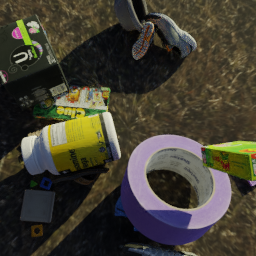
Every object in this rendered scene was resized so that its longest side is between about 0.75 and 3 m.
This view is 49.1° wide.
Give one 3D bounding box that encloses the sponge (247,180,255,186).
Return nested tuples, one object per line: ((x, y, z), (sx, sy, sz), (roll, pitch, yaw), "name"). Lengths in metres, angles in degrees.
((4.026, 1.429, 9.244), (0.478, 0.128, 0.857), (-28, 75, -8), "sponge")

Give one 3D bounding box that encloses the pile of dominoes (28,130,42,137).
((-2.814, 0.422, 9.594), (1.030, 0.164, 0.803), (-19, 73, -14), "pile of dominoes")

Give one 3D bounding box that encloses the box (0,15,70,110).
((-3.336, -2.223, 9.443), (1.819, 1.522, 2.449), (-25, 64, -9), "box")

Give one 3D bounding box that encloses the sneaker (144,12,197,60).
((1.465, -3.423, 10.328), (2.221, 0.821, 0.881), (40, 85, 4), "sneaker")

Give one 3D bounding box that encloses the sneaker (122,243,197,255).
((0.894, 4.159, 8.041), (2.325, 0.872, 1.343), (10, 75, 2), "sneaker")

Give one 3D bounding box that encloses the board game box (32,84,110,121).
((-1.968, -0.882, 9.882), (2.542, 0.298, 1.332), (5, 75, 2), "board game box")

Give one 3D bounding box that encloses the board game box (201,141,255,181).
((2.397, 0.608, 5.748), (1.028, 2.023, 0.482), (-8, 91, -8), "board game box")

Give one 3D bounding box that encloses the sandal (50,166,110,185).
((-1.486, 1.576, 8.904), (1.900, 0.776, 0.519), (-12, 91, -6), "sandal")

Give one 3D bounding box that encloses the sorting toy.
((-2.838, 2.478, 8.873), (1.024, 0.248, 1.818), (3, 73, 5), "sorting toy")

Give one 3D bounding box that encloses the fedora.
((0.062, -4.441, 10.413), (0.882, 1.727, 1.953), (-9, 104, 27), "fedora")

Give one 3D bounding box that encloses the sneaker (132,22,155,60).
((0.629, -3.165, 10.345), (0.545, 0.538, 1.393), (33, 107, 14), "sneaker")

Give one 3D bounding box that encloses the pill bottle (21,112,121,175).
((-1.734, 0.555, 8.755), (2.791, 1.569, 1.569), (-14, 73, -4), "pill bottle")

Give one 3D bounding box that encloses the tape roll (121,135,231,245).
((1.302, 1.682, 8.009), (2.903, 1.234, 2.903), (6, 49, -7), "tape roll")

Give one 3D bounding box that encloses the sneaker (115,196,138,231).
((0.827, 2.808, 8.522), (2.570, 0.847, 1.008), (23, 87, 7), "sneaker")
